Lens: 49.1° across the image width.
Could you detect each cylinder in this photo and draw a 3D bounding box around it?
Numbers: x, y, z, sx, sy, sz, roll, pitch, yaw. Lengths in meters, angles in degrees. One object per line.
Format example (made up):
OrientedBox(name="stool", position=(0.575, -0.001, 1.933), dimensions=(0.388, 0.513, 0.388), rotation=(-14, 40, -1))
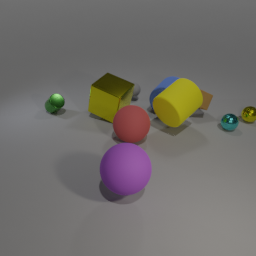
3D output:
OrientedBox(name="cylinder", position=(1.915, -0.980, 10.828), dimensions=(1.400, 1.400, 1.400), rotation=(-40, 45, -24))
OrientedBox(name="cylinder", position=(-3.295, -1.090, 12.576), dimensions=(0.700, 0.700, 0.700), rotation=(-28, -1, -39))
OrientedBox(name="cylinder", position=(1.864, -1.447, 12.668), dimensions=(1.400, 1.400, 1.400), rotation=(14, 35, 23))

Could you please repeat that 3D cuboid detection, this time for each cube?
OrientedBox(name="cube", position=(3.112, -1.245, 12.157), dimensions=(0.700, 0.700, 0.700), rotation=(21, 4, -19))
OrientedBox(name="cube", position=(-0.728, -1.310, 12.112), dimensions=(1.400, 1.400, 1.400), rotation=(25, 41, 13))

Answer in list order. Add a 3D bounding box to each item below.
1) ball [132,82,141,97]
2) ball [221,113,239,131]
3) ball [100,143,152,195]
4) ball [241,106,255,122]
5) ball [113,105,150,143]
OrientedBox(name="ball", position=(0.274, -1.892, 13.799), dimensions=(0.700, 0.700, 0.700), rotation=(0, 30, 0))
OrientedBox(name="ball", position=(4.121, -0.243, 11.353), dimensions=(0.700, 0.700, 0.700), rotation=(0, 30, 0))
OrientedBox(name="ball", position=(-0.061, 1.100, 7.560), dimensions=(1.400, 1.400, 1.400), rotation=(0, 30, 0))
OrientedBox(name="ball", position=(5.200, -0.585, 11.949), dimensions=(0.700, 0.700, 0.700), rotation=(0, 30, 0))
OrientedBox(name="ball", position=(0.133, -0.153, 10.438), dimensions=(1.400, 1.400, 1.400), rotation=(0, 30, 0))
